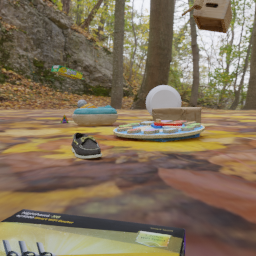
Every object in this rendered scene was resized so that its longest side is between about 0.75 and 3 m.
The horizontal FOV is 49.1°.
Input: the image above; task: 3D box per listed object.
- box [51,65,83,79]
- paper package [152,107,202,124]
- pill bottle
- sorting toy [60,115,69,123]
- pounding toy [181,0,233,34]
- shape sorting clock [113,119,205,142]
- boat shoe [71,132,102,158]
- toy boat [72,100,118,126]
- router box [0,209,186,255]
[{"bbox_3d":[-2.498,-2.322,11.837,1.266,0.306,0.743,15,-1,-41],"label":"box"},{"bbox_3d":[1.518,-0.323,8.599,1.164,0.632,1.221,4,7,38],"label":"paper package"},{"bbox_3d":[1.588,-1.124,12.694,1.550,1.550,2.768,0,5,4],"label":"pill bottle"},{"bbox_3d":[-2.501,-0.356,11.039,0.315,0.313,0.909,-1,4,-11],"label":"sorting toy"},{"bbox_3d":[2.390,-3.673,8.612,1.375,0.716,1.565,19,0,26],"label":"pounding toy"},{"bbox_3d":[0.653,0.003,6.075,1.955,0.384,1.955,0,4,0],"label":"shape sorting clock"},{"bbox_3d":[-0.597,0.232,3.873,0.326,0.275,0.914,-2,5,-25],"label":"boat shoe"},{"bbox_3d":[-1.340,-0.558,9.914,1.603,0.886,1.907,-3,6,-32],"label":"toy boat"},{"bbox_3d":[-0.216,0.504,0.935,0.765,0.200,0.602,1,5,16],"label":"router box"}]
